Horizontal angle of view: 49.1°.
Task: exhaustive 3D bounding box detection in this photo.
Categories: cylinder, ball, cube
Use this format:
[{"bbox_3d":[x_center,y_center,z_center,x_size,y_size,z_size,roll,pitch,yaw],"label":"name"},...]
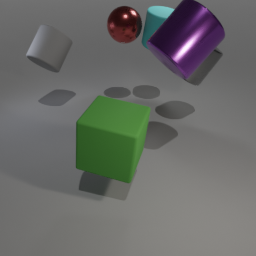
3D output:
[{"bbox_3d":[1.348,-3.997,11.358,1.400,1.400,1.400,6,41,-5],"label":"cylinder"},{"bbox_3d":[1.421,-2.186,7.017,1.400,1.400,1.400,41,7,-6],"label":"cylinder"},{"bbox_3d":[2.433,-2.494,10.135,1.400,1.400,1.400,27,28,-16],"label":"cylinder"},{"bbox_3d":[-3.168,-3.190,11.354,1.400,1.400,1.400,24,-5,2],"label":"cylinder"},{"bbox_3d":[-0.135,-4.072,11.087,1.400,1.400,1.400,0,29,0],"label":"ball"},{"bbox_3d":[-0.354,0.235,6.836,1.400,1.400,1.400,14,34,9],"label":"cube"}]
